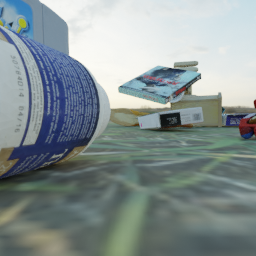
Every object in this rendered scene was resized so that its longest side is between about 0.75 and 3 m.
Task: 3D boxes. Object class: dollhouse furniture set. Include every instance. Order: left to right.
[{"bbox_3d":[2.525,-1.107,10.386,1.662,2.193,2.502,-1,30,15],"label":"dollhouse furniture set"}]

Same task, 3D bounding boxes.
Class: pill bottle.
[{"bbox_3d":[-0.574,-0.122,1.593,0.719,0.719,1.295,1,2,18],"label":"pill bottle"}]

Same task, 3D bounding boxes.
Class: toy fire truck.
[{"bbox_3d":[2.029,-0.079,3.904,0.877,0.585,1.044,-24,14,-33],"label":"toy fire truck"}]

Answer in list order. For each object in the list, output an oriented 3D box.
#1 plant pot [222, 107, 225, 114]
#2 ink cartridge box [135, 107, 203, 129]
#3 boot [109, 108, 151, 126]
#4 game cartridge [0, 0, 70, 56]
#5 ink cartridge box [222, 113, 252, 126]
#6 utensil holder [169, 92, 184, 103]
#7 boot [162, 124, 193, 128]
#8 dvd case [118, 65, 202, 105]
[{"bbox_3d":[2.850,-0.525,10.392,0.764,0.763,1.080,41,-20,-3],"label":"plant pot"},{"bbox_3d":[0.954,-0.223,7.263,1.053,0.412,2.223,-8,3,-12],"label":"ink cartridge box"},{"bbox_3d":[0.065,-0.361,11.453,2.004,0.705,1.435,3,-5,-14],"label":"boot"},{"bbox_3d":[-1.601,-0.702,2.815,0.547,1.803,2.704,-5,-1,32],"label":"game cartridge"},{"bbox_3d":[4.486,-0.295,10.406,2.347,0.477,2.352,0,2,-4],"label":"ink cartridge box"},{"bbox_3d":[1.454,-1.399,9.293,0.791,0.791,0.931,0,34,9],"label":"utensil holder"},{"bbox_3d":[1.447,-0.081,8.459,1.005,0.344,0.946,8,-4,14],"label":"boot"},{"bbox_3d":[0.603,-0.823,5.081,0.977,0.147,1.339,20,39,33],"label":"dvd case"}]
